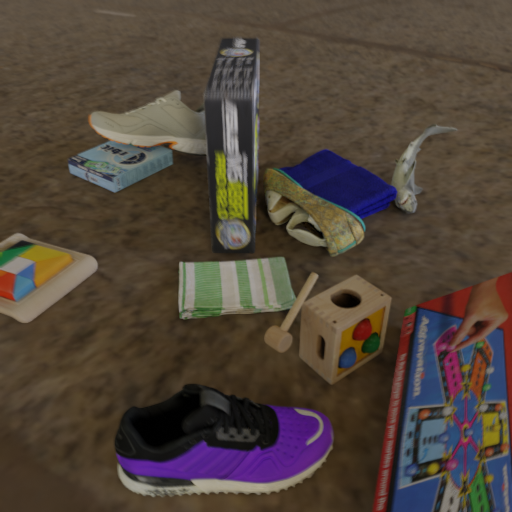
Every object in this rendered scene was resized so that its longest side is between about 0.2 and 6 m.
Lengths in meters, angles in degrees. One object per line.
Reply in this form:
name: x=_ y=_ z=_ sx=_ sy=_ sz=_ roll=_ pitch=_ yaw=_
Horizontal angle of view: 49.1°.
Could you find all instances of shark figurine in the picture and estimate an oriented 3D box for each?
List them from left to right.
shark figurine: x=3.287 y=-1.738 z=11.584 sx=0.867 sy=2.078 sz=1.242 roll=27 pitch=-9 yaw=-27

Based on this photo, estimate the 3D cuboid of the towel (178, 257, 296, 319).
towel: x=-0.343 y=0.467 z=9.117 sx=1.829 sy=0.214 sz=1.395 roll=-4 pitch=35 yaw=-6

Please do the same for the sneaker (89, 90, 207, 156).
sneaker: x=-2.231 y=-3.096 z=12.479 sx=2.838 sy=1.305 sz=1.074 roll=4 pitch=21 yaw=-19

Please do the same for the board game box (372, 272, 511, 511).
board game box: x=2.505 y=1.904 z=5.545 sx=2.698 sy=0.510 sz=5.241 roll=-25 pitch=22 yaw=33

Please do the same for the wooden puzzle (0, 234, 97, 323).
wooden puzzle: x=-3.907 y=0.251 z=9.299 sx=1.884 sy=0.351 sz=1.743 roll=17 pitch=39 yaw=23

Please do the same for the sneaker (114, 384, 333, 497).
sneaker: x=-0.336 y=1.936 z=6.157 sx=2.493 sy=1.240 sz=0.867 roll=-6 pitch=35 yaw=-7

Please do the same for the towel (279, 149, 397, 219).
towel: x=1.571 y=-1.374 z=11.500 sx=1.635 sy=0.549 sz=2.214 roll=-27 pitch=43 yaw=-23

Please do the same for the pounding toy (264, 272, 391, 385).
pounding toy: x=0.974 y=0.947 z=7.342 sx=1.668 sy=1.465 sz=0.763 roll=-24 pitch=42 yaw=-30

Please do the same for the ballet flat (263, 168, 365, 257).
ballet flat: x=0.775 y=-0.826 z=10.425 sx=0.992 sy=0.992 sz=2.806 roll=-23 pitch=40 yaw=-29

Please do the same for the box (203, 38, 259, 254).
box: x=-0.362 y=-2.178 z=10.466 sx=0.797 sy=2.885 sz=3.601 roll=1 pitch=33 yaw=1

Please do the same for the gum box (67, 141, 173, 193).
gum box: x=-3.023 y=-2.117 z=12.575 sx=1.493 sy=0.391 sz=1.757 roll=24 pitch=41 yaw=28
